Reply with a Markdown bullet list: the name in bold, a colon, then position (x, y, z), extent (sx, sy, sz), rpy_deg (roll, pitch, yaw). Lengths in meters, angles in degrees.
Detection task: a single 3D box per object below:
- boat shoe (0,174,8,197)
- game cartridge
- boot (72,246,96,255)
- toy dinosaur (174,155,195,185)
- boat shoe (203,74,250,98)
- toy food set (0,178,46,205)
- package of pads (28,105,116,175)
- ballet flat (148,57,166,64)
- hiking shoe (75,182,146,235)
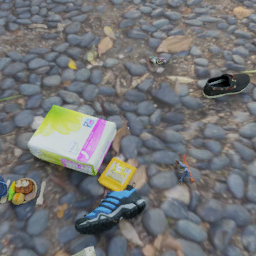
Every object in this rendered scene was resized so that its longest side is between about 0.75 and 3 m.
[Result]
- **boat shoe**: position (-4.594, 1.753, 9.524), extent (0.602, 0.491, 1.430), rpy_deg (-38, 62, -20)
- **game cartridge**: position (-0.379, 1.661, 9.796), extent (0.971, 0.179, 1.102), rpy_deg (24, 58, 16)
- **boot**: position (-0.825, 3.945, 7.996), extent (1.502, 0.541, 1.162), rpy_deg (-16, 56, -9)
- **toy dinosaur**: position (2.025, 1.443, 9.667), extent (0.949, 0.549, 1.046), rpy_deg (36, 68, 29)
- **boat shoe**: position (4.298, -1.915, 11.980), extent (2.258, 0.708, 0.826), rpy_deg (-16, 55, -12)
- **toy food set**: position (-3.533, 2.107, 9.418), extent (1.404, 0.282, 0.970), rpy_deg (1, 55, 1)
- **package of pads**: position (-2.010, 0.438, 10.206), extent (2.651, 0.904, 2.048), rpy_deg (16, 55, 12)
- **ballet flat**: position (1.371, -3.158, 13.111), extent (0.840, 0.290, 0.299), rpy_deg (5, 75, 3)
- **hiking shoe**: position (-0.616, 2.572, 8.856), extent (2.323, 0.864, 1.007), rpy_deg (-16, 49, -22)
